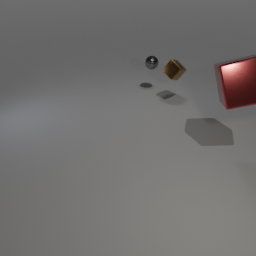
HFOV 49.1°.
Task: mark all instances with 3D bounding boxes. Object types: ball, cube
[{"bbox_3d":[1.220,-3.355,14.391,0.700,0.700,0.700,0,31,0],"label":"ball"},{"bbox_3d":[2.192,-2.739,13.228,0.700,0.700,0.700,50,30,17],"label":"cube"},{"bbox_3d":[3.666,-1.509,9.014,1.400,1.400,1.400,-11,12,13],"label":"cube"}]
